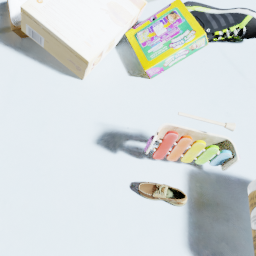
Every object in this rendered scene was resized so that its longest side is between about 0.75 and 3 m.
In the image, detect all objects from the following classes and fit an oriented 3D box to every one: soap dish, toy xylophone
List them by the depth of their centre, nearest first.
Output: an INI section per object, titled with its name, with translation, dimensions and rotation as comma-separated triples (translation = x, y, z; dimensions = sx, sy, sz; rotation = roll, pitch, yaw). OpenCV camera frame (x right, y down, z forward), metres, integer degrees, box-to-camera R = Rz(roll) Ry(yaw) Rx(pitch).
[toy xylophone]
translation = 1.385, 0.319, 5.935
dimensions = 2.004, 1.467, 0.503
rotation = 9, 59, 2
[soap dish]
translation = -3.076, -3.811, 9.126
dimensions = 1.487, 0.768, 1.890
rotation = -15, 60, -9

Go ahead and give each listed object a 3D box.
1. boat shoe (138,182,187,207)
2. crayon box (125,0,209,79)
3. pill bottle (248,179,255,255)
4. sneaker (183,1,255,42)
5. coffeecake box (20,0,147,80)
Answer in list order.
[boat shoe]
translation = 0.790, 1.417, 6.251
dimensions = 1.111, 0.410, 0.420
rotation = 12, 60, 7
[crayon box]
translation = 1.076, -2.595, 8.146
dimensions = 1.893, 0.552, 1.633
rotation = -30, 62, 12
[pill bottle]
translation = 3.115, 2.293, 5.071
dimensions = 1.539, 1.539, 2.691
rotation = 5, 59, 3
[sneaker]
translation = 2.702, -2.974, 8.624
dimensions = 2.903, 1.041, 1.202
rotation = 15, 71, 16
[coffeecake box]
translation = -1.215, -3.290, 8.215
dimensions = 2.272, 1.081, 2.960
rotation = 39, 65, -3
